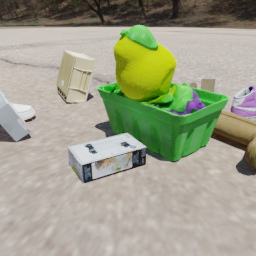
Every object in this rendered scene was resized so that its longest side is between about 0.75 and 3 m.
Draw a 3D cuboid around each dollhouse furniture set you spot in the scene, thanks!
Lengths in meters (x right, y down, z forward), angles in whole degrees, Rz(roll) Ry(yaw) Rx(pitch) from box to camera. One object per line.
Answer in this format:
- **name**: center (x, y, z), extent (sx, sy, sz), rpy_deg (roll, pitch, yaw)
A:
- **dollhouse furniture set**: center (2.328, -1.393, 9.745), extent (1.096, 0.939, 1.153), rpy_deg (2, 24, 5)

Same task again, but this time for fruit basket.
- **fruit basket**: center (0.634, -0.951, 6.479), extent (2.150, 2.981, 2.981), rpy_deg (-20, 30, -38)

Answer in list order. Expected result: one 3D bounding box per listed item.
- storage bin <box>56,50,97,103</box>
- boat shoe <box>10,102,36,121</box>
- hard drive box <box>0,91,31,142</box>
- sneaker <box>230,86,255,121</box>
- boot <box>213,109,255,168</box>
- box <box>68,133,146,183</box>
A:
- **storage bin**: center (-1.927, -1.860, 10.075), extent (0.763, 1.616, 1.628), rpy_deg (7, 18, -30)
- **boat shoe**: center (-3.863, -0.591, 8.104), extent (2.241, 0.777, 0.793), rpy_deg (-1, 24, -5)
- **hard drive box**: center (-3.076, -0.321, 7.154), extent (0.468, 0.950, 1.219), rpy_deg (-37, 37, -13)
- **sneaker**: center (3.823, -0.747, 8.233), extent (1.737, 0.990, 0.629), rpy_deg (-9, 24, -22)
- **boot**: center (2.557, 0.151, 6.579), extent (1.942, 0.733, 2.217), rpy_deg (-2, 21, -38)
- **box**: center (-0.437, 0.582, 5.863), extent (1.446, 0.435, 0.844), rpy_deg (-13, 27, -28)
